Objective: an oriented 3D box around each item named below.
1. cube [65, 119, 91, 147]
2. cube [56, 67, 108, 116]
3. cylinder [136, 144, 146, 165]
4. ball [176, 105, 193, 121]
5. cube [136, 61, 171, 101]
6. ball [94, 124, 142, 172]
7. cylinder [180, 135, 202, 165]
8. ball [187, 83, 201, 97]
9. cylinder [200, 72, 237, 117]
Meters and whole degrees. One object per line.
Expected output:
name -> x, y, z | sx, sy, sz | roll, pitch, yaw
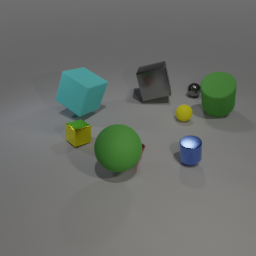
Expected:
cube -> -1.843, 0.178, 10.390 | 0.700, 0.700, 0.700 | -18, 33, -37
cube -> -1.961, -1.565, 11.876 | 1.400, 1.400, 1.400 | 34, 32, 17
cylinder -> 0.123, 0.757, 9.176 | 0.700, 0.700, 0.700 | 25, -7, 3
ball -> 2.367, -0.638, 11.829 | 0.700, 0.700, 0.700 | 0, 30, 0
cube -> 1.268, -2.283, 13.570 | 1.400, 1.400, 1.400 | -11, 23, 11
ball -> -0.287, 0.587, 8.193 | 1.400, 1.400, 1.400 | 0, 30, 0
cylinder -> 2.033, 0.716, 9.073 | 0.700, 0.700, 0.700 | -6, 34, 4
ball -> 3.320, -1.908, 14.039 | 0.700, 0.700, 0.700 | 0, 30, 0
cylinder -> 3.833, -1.417, 11.903 | 1.400, 1.400, 1.400 | -8, 57, 13
